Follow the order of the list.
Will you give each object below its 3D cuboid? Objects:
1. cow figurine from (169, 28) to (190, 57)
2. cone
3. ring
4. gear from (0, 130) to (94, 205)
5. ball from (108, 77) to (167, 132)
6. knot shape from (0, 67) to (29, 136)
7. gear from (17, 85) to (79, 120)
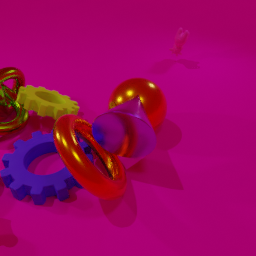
[{"bbox_3d":[1.708,-2.847,9.367,0.494,0.885,0.899,26,19,7],"label":"cow figurine"},{"bbox_3d":[0.066,-0.267,5.504,1.223,1.223,1.228,9,47,11],"label":"cone"},{"bbox_3d":[-0.667,0.516,5.222,0.372,1.859,1.859,-37,41,11],"label":"ring"},{"bbox_3d":[-1.674,0.736,5.932,1.852,0.343,1.852,0,40,0],"label":"gear"},{"bbox_3d":[0.221,-0.483,6.572,1.388,1.388,1.388,0,40,0],"label":"ball"},{"bbox_3d":[-3.159,-0.919,6.641,0.926,1.875,2.004,-19,40,10],"label":"knot shape"},{"bbox_3d":[-1.974,-0.639,6.989,1.475,0.273,1.475,21,17,-7],"label":"gear"}]
